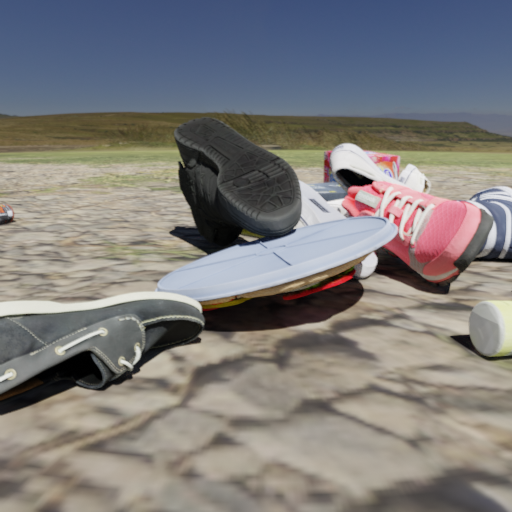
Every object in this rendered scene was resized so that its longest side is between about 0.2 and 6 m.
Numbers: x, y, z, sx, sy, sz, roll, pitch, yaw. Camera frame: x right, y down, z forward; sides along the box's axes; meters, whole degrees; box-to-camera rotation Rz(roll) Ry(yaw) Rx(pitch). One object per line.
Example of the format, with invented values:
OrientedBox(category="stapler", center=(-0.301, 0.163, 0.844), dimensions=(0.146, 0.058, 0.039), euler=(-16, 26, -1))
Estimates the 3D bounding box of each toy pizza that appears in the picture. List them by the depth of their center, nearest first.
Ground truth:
OrientedBox(category="toy pizza", center=(0.243, 0.141, 6.725), dimensions=(2.957, 0.468, 2.957), euler=(-16, 8, 2))

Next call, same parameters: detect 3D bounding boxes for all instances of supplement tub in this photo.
OrientedBox(category="supplement tub", center=(-5.668, -0.864, 12.089), dimensions=(0.424, 0.424, 0.793), euler=(6, 15, 25))

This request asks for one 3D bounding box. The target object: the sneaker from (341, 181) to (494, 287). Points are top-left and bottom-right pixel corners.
OrientedBox(category="sneaker", center=(2.028, -0.449, 7.908), dimensions=(1.332, 1.132, 3.071), euler=(29, 2, -13))

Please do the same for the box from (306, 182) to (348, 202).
OrientedBox(category="box", center=(1.387, -1.313, 13.354), dimensions=(2.737, 0.698, 2.158), euler=(-5, 13, -20))

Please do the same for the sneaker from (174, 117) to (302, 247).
OrientedBox(category="sneaker", center=(-0.402, -0.922, 9.329), dimensions=(1.178, 2.046, 3.922), euler=(-24, 44, -18))

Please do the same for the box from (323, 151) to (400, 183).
OrientedBox(category="box", center=(2.865, -2.207, 15.696), dimensions=(1.316, 1.374, 2.757), euler=(-2, 13, -10))

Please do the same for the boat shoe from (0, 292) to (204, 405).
OrientedBox(category="boat shoe", center=(-1.343, 0.796, 4.795), dimensions=(2.205, 0.792, 0.745), euler=(-3, 52, -43))

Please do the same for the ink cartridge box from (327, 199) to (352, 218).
OrientedBox(category="ink cartridge box", center=(1.701, -0.573, 9.954), dimensions=(0.791, 0.812, 1.263), euler=(11, 16, 41))

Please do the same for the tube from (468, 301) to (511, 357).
OrientedBox(category="tube", center=(3.079, 0.674, 5.454), dimensions=(2.034, 0.528, 0.590), euler=(1, 47, -15))

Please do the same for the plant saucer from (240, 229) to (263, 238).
OrientedBox(category="plant saucer", center=(0.131, -0.540, 11.106), dimensions=(0.975, 0.234, 0.976), euler=(12, 18, 42))

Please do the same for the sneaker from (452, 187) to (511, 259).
OrientedBox(category="sneaker", center=(3.859, -0.631, 9.801), dimensions=(1.577, 1.019, 2.907), euler=(1, 16, -3))

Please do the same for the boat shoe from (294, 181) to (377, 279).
OrientedBox(category="boat shoe", center=(0.901, -0.294, 8.696), dimensions=(0.877, 0.864, 2.474), euler=(2, 34, -38))

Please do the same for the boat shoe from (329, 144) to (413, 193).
OrientedBox(category="boat shoe", center=(2.461, -1.243, 11.326), dimensions=(0.898, 2.496, 0.820), euler=(-30, 33, 38))

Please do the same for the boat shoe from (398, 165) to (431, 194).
OrientedBox(category="boat shoe", center=(4.668, -2.080, 16.606), dimensions=(0.947, 0.961, 2.712), euler=(31, 17, 10))
